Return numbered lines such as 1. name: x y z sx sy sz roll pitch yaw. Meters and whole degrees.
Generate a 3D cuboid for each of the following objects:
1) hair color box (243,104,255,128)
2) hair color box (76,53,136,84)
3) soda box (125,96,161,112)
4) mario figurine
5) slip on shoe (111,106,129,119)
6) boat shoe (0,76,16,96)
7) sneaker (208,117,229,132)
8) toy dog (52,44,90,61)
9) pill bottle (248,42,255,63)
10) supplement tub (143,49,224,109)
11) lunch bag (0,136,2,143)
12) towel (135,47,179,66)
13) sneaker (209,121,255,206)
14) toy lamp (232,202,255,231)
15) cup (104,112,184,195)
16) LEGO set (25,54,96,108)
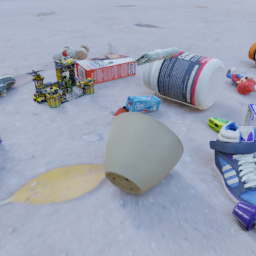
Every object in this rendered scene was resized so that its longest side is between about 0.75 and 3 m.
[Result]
1. hair color box: 4.820 0.045 8.490 2.397 1.310 0.777 4 33 7
2. hair color box: -1.065 -2.910 13.623 2.573 0.823 1.427 -17 36 -27
3. soda box: 0.588 -0.913 10.476 1.365 0.463 0.438 -6 32 -39
4. mario figurine: 5.095 -2.152 12.328 1.099 0.944 1.781 -4 31 -6
5. slip on shoe: -0.276 -0.548 10.124 0.428 0.354 1.156 4 19 25
6. boat shoe: -5.573 -1.534 11.765 0.745 0.879 2.413 50 33 -4
7. sneaker: 3.281 -0.042 9.394 0.564 0.500 1.350 -18 36 -20
8. toy dog: -2.927 -3.792 15.153 2.098 1.010 1.384 6 38 33
9. pill bottle: 7.438 -3.504 13.914 1.484 1.484 2.793 -19 37 -27
10. supplement tub: 2.173 -2.010 11.126 2.764 1.939 1.939 24 39 32
11. lunch bag: -5.189 -0.200 8.487 2.079 1.767 1.287 14 33 19
12. towel: 0.798 -2.071 8.084 0.969 0.273 1.132 -19 11 -16
13. sneaker: 2.888 0.829 6.913 0.923 1.677 2.291 -7 33 -10
14. toy lamp: 3.143 2.221 5.789 0.582 0.582 2.001 -27 42 -36
15. cup: 0.195 0.791 7.036 2.006 2.006 1.435 17 58 24
16. LEGO set: -2.739 -2.097 11.659 2.645 1.533 2.034 -22 39 -31
